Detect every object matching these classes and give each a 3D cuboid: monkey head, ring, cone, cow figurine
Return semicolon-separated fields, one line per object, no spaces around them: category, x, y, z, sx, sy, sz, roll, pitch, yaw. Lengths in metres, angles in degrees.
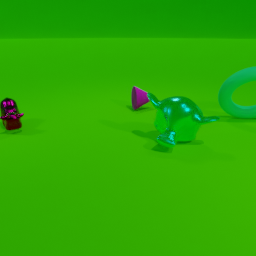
monkey head;1.253;-0.181;7.263;1.987;1.198;1.430;22;26;15
ring;3.939;-1.065;8.878;2.085;2.085;0.417;2;50;6
cone;0.658;-1.137;10.557;0.903;0.900;0.900;-3;20;-12
cow figurine;-3.529;-0.447;8.410;0.663;1.207;1.188;-12;-17;-25
